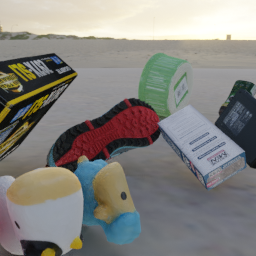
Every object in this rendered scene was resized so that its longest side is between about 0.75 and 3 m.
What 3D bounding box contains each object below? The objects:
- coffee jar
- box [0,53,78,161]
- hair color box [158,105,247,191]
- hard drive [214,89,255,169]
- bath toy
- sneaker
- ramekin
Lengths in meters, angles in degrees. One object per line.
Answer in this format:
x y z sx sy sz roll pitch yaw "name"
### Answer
2.535 -0.610 6.502 0.518 0.994 0.424 23 -18 41 "coffee jar"
-1.664 -0.078 3.656 0.561 1.816 2.274 40 17 -8 "box"
1.028 0.230 4.095 0.641 0.388 1.282 -30 40 -4 "hair color box"
1.847 -0.020 4.319 0.180 0.765 1.096 15 30 -26 "hard drive"
-1.176 0.843 1.945 2.588 1.125 0.956 -9 57 -35 "bath toy"
-0.387 0.132 4.447 2.068 0.820 0.988 -20 -3 -36 "sneaker"
1.168 -1.190 8.141 0.903 1.849 1.849 18 22 32 "ramekin"
